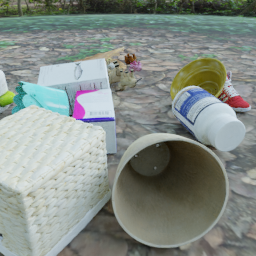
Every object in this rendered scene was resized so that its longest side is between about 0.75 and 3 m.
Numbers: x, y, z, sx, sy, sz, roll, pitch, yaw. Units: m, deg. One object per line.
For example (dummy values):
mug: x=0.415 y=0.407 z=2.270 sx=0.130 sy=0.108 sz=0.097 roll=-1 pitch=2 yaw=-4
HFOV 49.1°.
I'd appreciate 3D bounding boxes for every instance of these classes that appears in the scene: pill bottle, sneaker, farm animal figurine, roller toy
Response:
pill bottle: x=2.947 y=-0.371 z=10.451 sx=1.613 sy=1.613 sz=2.907 roll=-8 pitch=30 yaw=-15
sneaker: x=4.766 y=-1.815 z=13.237 sx=0.950 sy=1.499 sz=2.666 roll=-12 pitch=31 yaw=-22
farm animal figurine: x=-0.411 y=-2.881 z=15.506 sx=2.750 sy=1.450 sz=2.781 roll=-7 pitch=34 yaw=13
roller toy: x=-6.789 y=-1.674 z=12.508 sx=2.793 sy=1.952 sz=2.548 roll=-23 pitch=36 yaw=-36

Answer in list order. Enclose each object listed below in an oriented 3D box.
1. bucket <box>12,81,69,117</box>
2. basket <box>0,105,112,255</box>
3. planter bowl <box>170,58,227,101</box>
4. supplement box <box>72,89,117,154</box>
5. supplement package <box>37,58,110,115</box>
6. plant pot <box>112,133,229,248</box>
bucket: x=-3.116 y=-0.419 z=9.790 sx=1.536 sy=2.361 sz=2.361 roll=4 pitch=24 yaw=-29
basket: x=-2.336 y=1.206 z=6.851 sx=2.870 sy=2.329 sz=2.896 roll=17 pitch=35 yaw=27
planter bowl: x=3.439 y=-1.837 z=13.117 sx=2.724 sy=1.134 sz=2.724 roll=-21 pitch=51 yaw=29
supplement box: x=-1.247 y=-0.322 z=10.541 sx=1.432 sy=1.463 sz=2.830 roll=-4 pitch=30 yaw=-4
supplement package: x=-2.279 y=-1.758 z=12.296 sx=2.905 sy=1.704 sz=1.698 roll=-8 pitch=42 yaw=-3
plant pot: x=0.789 y=1.121 z=7.214 sx=2.527 sy=2.527 sz=2.698 roll=-3 pitch=14 yaw=-5
